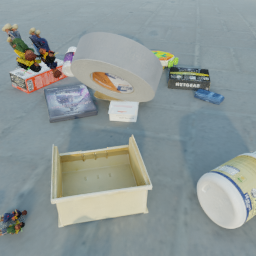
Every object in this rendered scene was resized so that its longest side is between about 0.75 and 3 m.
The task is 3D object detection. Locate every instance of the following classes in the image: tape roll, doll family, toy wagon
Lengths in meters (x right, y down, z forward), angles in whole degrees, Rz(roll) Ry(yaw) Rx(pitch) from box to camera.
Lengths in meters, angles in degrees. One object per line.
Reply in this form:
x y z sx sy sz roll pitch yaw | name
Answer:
-0.346 -1.702 8.353 2.642 2.642 0.873 14 76 19 | tape roll
-3.224 -2.608 9.975 1.627 1.105 2.816 52 27 4 | doll family
-3.038 2.481 7.445 0.650 0.441 1.124 -16 35 -13 | doll family
1.630 -3.918 16.126 2.069 0.528 2.667 17 29 22 | toy wagon

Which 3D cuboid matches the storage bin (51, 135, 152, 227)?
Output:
-0.866 1.394 8.326 2.548 1.194 2.529 -7 36 -9 | storage bin

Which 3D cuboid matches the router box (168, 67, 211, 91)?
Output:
3.168 -2.584 14.607 2.083 0.544 1.638 6 35 8 | router box

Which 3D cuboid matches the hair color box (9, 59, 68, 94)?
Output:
-4.591 -2.836 14.719 1.383 0.835 2.725 25 41 30 | hair color box

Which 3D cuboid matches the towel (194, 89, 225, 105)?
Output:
3.857 -1.511 13.273 1.300 0.316 0.726 22 40 29 | towel

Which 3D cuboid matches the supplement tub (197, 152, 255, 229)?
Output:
3.146 1.605 7.705 2.133 1.540 1.540 -21 40 -26 | supplement tub

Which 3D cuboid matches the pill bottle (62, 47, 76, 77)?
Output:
-2.188 -2.616 10.952 0.633 0.633 1.136 1 57 1 | pill bottle

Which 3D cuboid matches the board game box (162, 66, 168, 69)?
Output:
1.205 -3.475 15.966 1.360 0.305 2.597 20 35 30 | board game box

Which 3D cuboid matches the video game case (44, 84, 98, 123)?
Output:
-2.721 -1.236 12.931 2.050 0.272 2.869 -11 35 -15 | video game case

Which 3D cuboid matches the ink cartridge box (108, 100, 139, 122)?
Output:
-0.158 -0.857 12.014 1.163 0.669 1.987 4 35 5 | ink cartridge box

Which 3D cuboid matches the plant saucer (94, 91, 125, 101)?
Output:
-0.225 -1.813 12.961 2.732 0.484 2.732 -1 19 0 | plant saucer
